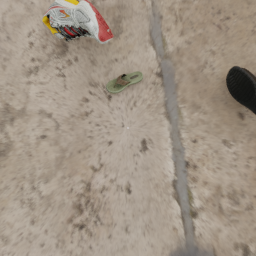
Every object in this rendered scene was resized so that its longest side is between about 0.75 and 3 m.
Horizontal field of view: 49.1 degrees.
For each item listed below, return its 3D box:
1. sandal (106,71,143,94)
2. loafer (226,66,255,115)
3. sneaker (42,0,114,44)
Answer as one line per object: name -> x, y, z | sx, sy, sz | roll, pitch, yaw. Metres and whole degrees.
sandal -> -0.117, -1.419, 8.226 | 1.210, 0.345, 0.480 | -28, 66, -13
loafer -> 3.601, -0.882, 7.770 | 0.762, 0.779, 2.135 | -19, 65, -38
sneaker -> -1.447, -2.850, 7.862 | 1.184, 1.122, 2.883 | -48, 47, -3
